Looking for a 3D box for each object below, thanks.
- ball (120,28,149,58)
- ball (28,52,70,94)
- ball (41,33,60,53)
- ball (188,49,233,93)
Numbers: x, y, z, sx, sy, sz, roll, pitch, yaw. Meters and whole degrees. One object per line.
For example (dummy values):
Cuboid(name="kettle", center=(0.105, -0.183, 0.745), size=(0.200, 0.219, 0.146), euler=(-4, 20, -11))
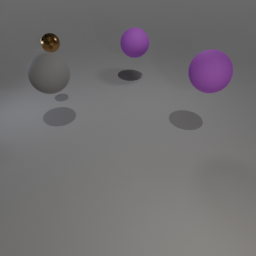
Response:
Cuboid(name="ball", center=(0.329, -4.115, 13.537), size=(1.400, 1.400, 1.400), euler=(0, 34, 0))
Cuboid(name="ball", center=(-2.689, -1.866, 9.575), size=(1.400, 1.400, 1.400), euler=(0, 34, 0))
Cuboid(name="ball", center=(-2.882, -3.157, 10.395), size=(0.700, 0.700, 0.700), euler=(0, 34, 0))
Cuboid(name="ball", center=(2.685, -1.839, 9.135), size=(1.400, 1.400, 1.400), euler=(0, 34, 0))
